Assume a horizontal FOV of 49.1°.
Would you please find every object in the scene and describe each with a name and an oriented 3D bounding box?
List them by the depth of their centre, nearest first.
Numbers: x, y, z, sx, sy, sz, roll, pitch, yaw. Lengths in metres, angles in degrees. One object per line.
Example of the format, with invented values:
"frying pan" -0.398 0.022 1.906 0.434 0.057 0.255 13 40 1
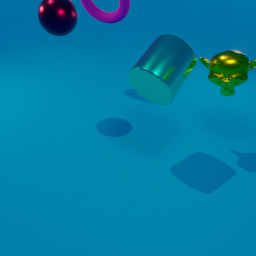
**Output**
"cylinder" 0.738 -1.229 5.978 1.079 1.079 1.079 24 67 31
"monkey head" 2.301 -1.258 6.395 1.394 1.003 0.840 6 68 23
"ball" -1.832 -2.926 7.325 1.017 1.017 1.017 0 34 0
"ring" -0.750 -4.122 8.901 1.738 1.738 0.348 12 57 17
